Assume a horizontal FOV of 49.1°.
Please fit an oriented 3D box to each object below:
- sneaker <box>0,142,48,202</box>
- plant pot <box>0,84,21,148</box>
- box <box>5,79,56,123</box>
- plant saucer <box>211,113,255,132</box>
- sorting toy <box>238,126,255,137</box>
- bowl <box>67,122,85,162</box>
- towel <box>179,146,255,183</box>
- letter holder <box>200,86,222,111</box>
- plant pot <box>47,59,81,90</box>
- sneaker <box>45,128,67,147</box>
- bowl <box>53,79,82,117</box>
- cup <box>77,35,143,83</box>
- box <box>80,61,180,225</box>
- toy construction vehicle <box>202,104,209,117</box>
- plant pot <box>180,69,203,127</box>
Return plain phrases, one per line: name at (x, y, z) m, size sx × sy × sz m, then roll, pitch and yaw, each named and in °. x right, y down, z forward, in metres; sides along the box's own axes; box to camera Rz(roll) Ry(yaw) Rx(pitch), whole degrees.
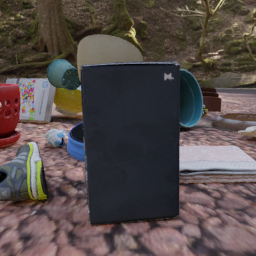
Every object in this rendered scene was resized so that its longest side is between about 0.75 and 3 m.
sneaker at (-2.153, 0.812, 5.528) m, size 0.872 × 0.796 × 2.155 m, roll -8°, pitch 12°, yaw -22°
plant pot at (-4.428, -0.399, 8.696) m, size 2.103 × 1.915 × 2.103 m, roll 1°, pitch 10°, yaw 0°
box at (-4.725, -1.305, 13.196) m, size 2.568 × 2.002 × 0.529 m, roll 4°, pitch -10°, yaw 18°
plant saucer at (5.100, -0.271, 12.008) m, size 2.926 × 0.469 × 2.926 m, roll 0°, pitch 12°, yaw 0°
sorting toy at (4.545, 0.096, 9.573) m, size 1.296 × 0.769 × 1.439 m, roll 0°, pitch 9°, yaw 44°
bowl at (-0.493, 0.204, 8.075) m, size 2.562 × 0.503 × 2.562 m, roll -5°, pitch 20°, yaw 2°
towel at (1.951, 0.790, 6.701) m, size 2.149 × 0.346 × 2.052 m, roll 0°, pitch 11°, yaw -4°
letter holder at (4.581, -1.799, 17.245) m, size 2.061 × 1.465 × 1.036 m, roll 0°, pitch 11°, yaw -4°
plant pot at (-2.665, -2.235, 12.108) m, size 1.298 × 1.298 × 1.272 m, roll -8°, pitch 23°, yaw -35°
sneaker at (-2.216, 0.343, 8.876) m, size 0.570 × 0.575 × 1.586 m, roll -32°, pitch 0°, yaw -2°
bowl at (-2.996, -1.504, 14.618) m, size 2.917 × 1.570 × 2.917 m, roll 20°, pitch 9°, yaw -3°
cup at (-0.878, -2.103, 11.213) m, size 2.679 × 1.916 × 2.679 m, roll 9°, pitch -16°, yaw 3°
box at (-0.066, 0.056, 5.089) m, size 1.470 × 2.372 × 2.332 m, roll -4°, pitch 11°, yaw -9°
toy construction vehicle at (3.721, -0.945, 15.580) m, size 1.550 × 0.546 × 1.350 m, roll 7°, pitch 19°, yaw 22°
plant pot at (1.584, -1.078, 11.846) m, size 2.331 × 2.331 × 2.190 m, roll -10°, pitch 1°, yaw -42°
